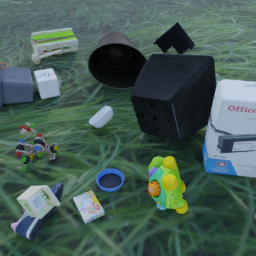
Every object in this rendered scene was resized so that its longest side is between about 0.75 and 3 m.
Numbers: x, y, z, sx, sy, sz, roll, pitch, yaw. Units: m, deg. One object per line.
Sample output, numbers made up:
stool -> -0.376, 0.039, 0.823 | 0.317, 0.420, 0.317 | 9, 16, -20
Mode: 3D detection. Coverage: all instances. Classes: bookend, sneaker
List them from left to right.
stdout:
sneaker -> -2.190, 1.907, 6.890 | 0.663, 0.568, 1.618 | 14, 37, 13
bookend -> 2.554, -4.644, 15.492 | 1.607, 1.596, 0.740 | 47, 40, -11

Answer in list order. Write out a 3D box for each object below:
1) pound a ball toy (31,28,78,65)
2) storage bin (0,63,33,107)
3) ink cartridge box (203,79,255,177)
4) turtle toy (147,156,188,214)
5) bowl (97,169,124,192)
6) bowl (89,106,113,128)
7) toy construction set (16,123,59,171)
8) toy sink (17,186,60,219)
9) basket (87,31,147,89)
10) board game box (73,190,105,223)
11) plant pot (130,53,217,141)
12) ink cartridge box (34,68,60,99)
pound a ball toy -> -4.002, -4.247, 15.076 | 2.641, 1.122, 1.722 | -18, 65, -23
storage bin -> -4.657, -1.871, 11.455 | 1.380, 1.495, 2.054 | -3, 35, -22
ink cartridge box -> 3.199, 0.080, 7.711 | 1.824, 2.523, 1.063 | 5, 37, 7
turtle toy -> 0.948, 1.380, 7.245 | 0.860, 1.240, 1.702 | -16, 33, 15
bowl -> -0.494, 1.464, 7.846 | 0.768, 0.151, 0.768 | 0, 36, 0
bowl -> -0.891, -0.355, 9.735 | 0.882, 0.330, 0.883 | -44, 19, -8
toy construction set -> -2.748, 0.520, 8.614 | 1.130, 1.041, 1.354 | -40, 55, 19
toy sink -> -1.974, 1.626, 6.134 | 0.835, 0.544, 0.468 | -14, 23, 46
basket -> -0.548, -3.305, 12.887 | 2.631, 1.984, 2.917 | 8, 30, -13
board game box -> -1.005, 1.990, 7.139 | 0.531, 0.135, 0.789 | -19, 40, -23
plant pot -> 1.404, -0.887, 9.203 | 2.306, 2.312, 2.051 | 15, 49, 37
ink cartridge box -> -3.428, -1.884, 11.843 | 0.804, 0.808, 1.101 | -14, 39, -19
